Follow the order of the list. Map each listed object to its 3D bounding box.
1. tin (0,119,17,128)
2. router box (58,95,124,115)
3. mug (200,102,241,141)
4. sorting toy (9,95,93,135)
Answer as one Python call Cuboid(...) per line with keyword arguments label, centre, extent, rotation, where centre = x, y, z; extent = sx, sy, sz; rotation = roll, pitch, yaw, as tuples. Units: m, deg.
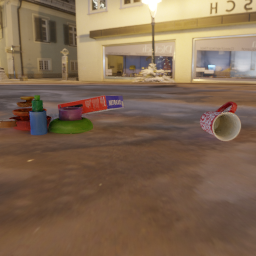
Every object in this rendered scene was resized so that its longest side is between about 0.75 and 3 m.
Cuboid(label="tin", centre=(-3.473, -0.117, 7.368), extent=(1.040, 0.218, 0.583), rotation=(-1, 11, -17))
Cuboid(label="router box", centre=(-1.197, -0.756, 9.596), extent=(1.674, 0.456, 1.865), rotation=(-8, 4, 17))
Cuboid(label="mug", centre=(2.429, -0.168, 7.285), extent=(0.951, 0.715, 1.071), rotation=(-35, 9, -1))
Cuboid(label="sorting toy", centre=(-2.300, -0.459, 8.074), extent=(2.548, 1.046, 1.531), rotation=(3, 11, 10))
